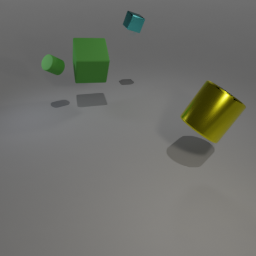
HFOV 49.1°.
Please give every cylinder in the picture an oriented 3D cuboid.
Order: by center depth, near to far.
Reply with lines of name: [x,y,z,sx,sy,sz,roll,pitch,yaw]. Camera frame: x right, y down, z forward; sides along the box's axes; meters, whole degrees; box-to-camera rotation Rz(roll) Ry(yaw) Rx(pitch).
cylinder: [2.546,-0.489,8.490,1.400,1.400,1.400,33,14,-9]
cylinder: [-3.176,-2.679,11.900,0.700,0.700,0.700,22,4,33]

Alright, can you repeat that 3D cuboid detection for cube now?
cube: [-1.659,-2.945,12.282,1.400,1.400,1.400,-4,59,-14]
cube: [0.274,-5.053,13.344,0.700,0.700,0.700,5,35,-30]
